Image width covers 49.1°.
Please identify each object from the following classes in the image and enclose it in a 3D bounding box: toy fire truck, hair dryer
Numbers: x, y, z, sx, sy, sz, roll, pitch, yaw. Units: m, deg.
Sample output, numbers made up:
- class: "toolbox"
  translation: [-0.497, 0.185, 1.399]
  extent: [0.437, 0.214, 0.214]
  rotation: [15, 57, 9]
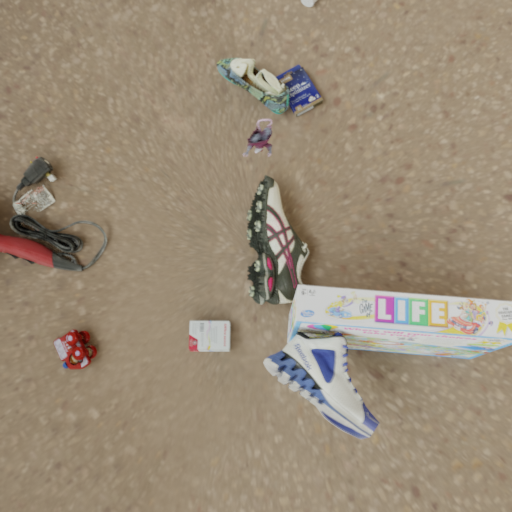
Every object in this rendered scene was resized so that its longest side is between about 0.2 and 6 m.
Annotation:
- class: "toy fire truck"
  translation: [-3.585, 1.872, 11.010]
  extent: [0.677, 0.452, 0.806]
  rotation: [-34, 74, 15]
- class: "hair dryer"
  translation: [-5.121, -0.302, 11.341]
  extent: [3.501, 0.951, 2.666]
  rotation: [-35, 78, -9]

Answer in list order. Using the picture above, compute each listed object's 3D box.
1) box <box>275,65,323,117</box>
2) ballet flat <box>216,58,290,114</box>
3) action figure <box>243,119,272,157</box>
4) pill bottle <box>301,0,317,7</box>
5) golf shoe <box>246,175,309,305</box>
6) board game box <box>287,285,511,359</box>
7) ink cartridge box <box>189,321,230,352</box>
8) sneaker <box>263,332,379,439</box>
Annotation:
- class: "box"
  translation: [0.936, -3.783, 12.685]
  extent: [0.697, 0.186, 1.151]
  rotation: [-29, 73, 2]
- class: "ballet flat"
  translation: [-0.023, -3.961, 12.398]
  extent: [1.987, 0.737, 0.737]
  rotation: [37, 77, 10]
- class: "action figure"
  translation: [0.031, -2.043, 9.917]
  extent: [0.508, 0.759, 0.565]
  rotation: [3, 84, 0]
- class: "pill bottle"
  translation: [1.358, -6.342, 13.400]
  extent: [0.399, 0.399, 0.702]
  rotation: [24, 76, 7]
- class: "golf shoe"
  translation: [0.430, -0.310, 11.451]
  extent: [1.167, 1.023, 2.650]
  rotation: [2, 79, -16]
- class: "board game box"
  translation: [2.468, 1.252, 10.077]
  extent: [3.682, 2.475, 0.630]
  rotation: [5, 73, 1]
- class: "ink cartridge box"
  translation: [-0.912, 1.596, 11.094]
  extent: [0.802, 0.332, 0.584]
  rotation: [1, 74, 0]
- class: "sneaker"
  translation: [1.276, 1.936, 9.136]
  extent: [2.072, 0.837, 1.197]
  rotation: [38, 71, 7]
